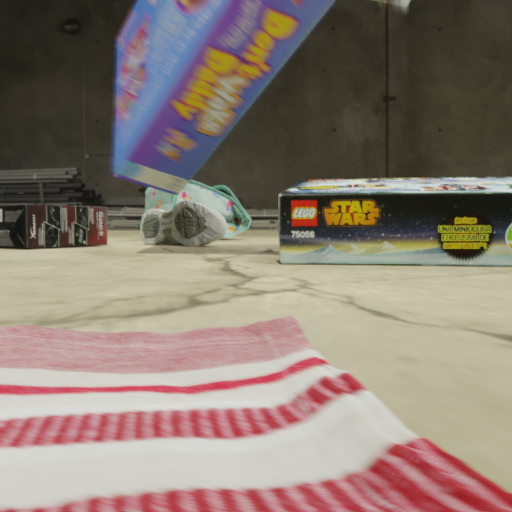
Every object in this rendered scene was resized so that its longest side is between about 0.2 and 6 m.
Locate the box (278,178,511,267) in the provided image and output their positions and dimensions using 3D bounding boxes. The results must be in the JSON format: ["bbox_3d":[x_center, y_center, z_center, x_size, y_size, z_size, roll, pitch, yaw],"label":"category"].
[{"bbox_3d":[2.662,-0.549,7.341,4.450,0.888,3.047,1,10,9],"label":"box"}]

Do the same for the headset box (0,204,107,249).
[{"bbox_3d":[-4.201,-0.595,11.237,1.641,0.852,2.205,2,3,29],"label":"headset box"}]

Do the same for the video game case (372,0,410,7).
[{"bbox_3d":[1.100,-3.922,7.490,1.402,0.176,1.958,28,16,-31],"label":"video game case"}]

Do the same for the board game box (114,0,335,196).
[{"bbox_3d":[-0.497,-3.310,7.206,0.998,2.997,4.457,15,-38,-32],"label":"board game box"}]

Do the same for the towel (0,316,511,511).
[{"bbox_3d":[-0.291,0.323,0.994,1.101,0.174,1.529,-1,4,-9],"label":"towel"}]

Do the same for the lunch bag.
[{"bbox_3d":[-1.747,-1.261,16.686,2.699,1.646,2.299,12,-8,-30],"label":"lunch bag"}]

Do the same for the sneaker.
[{"bbox_3d":[-1.392,-0.678,12.279,2.496,0.972,1.240,4,2,44],"label":"sneaker"}]
